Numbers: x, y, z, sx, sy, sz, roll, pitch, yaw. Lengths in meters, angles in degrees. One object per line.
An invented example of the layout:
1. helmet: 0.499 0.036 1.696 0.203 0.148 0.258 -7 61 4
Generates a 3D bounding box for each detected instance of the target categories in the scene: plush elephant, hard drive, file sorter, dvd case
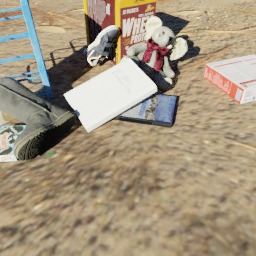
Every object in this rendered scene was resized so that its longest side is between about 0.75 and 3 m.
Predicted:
1. plush elephant: 0.923 -2.410 8.663 1.679 1.579 2.039 28 28 -6
2. hard drive: -0.471 -0.907 7.269 2.050 0.274 1.352 -31 58 -10
3. file sorter: -3.253 -2.209 7.813 1.599 2.606 1.809 -14 40 -12
4. dvd case: 0.337 -0.564 7.617 1.864 0.164 1.330 8 39 10

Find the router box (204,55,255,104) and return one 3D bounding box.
1. router box: 3.713 -1.577 8.653 2.004 0.490 1.799 -14 40 -17

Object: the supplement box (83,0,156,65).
1. supplement box: -0.333 -3.746 10.028 1.507 2.239 2.270 -24 44 -29

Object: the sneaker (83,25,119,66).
1. sneaker: -0.785 -2.615 9.065 0.620 1.580 0.627 -15 77 -48

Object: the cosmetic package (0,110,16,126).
1. cosmetic package: -3.050 -0.508 7.366 0.523 0.354 0.995 32 48 31

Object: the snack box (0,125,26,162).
1. snack box: -2.725 0.336 6.414 0.626 0.200 1.077 -2 38 -2

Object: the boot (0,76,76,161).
1. boot: -2.578 -0.358 6.466 2.214 0.804 2.013 33 31 9
